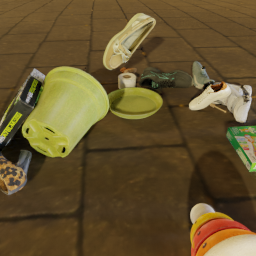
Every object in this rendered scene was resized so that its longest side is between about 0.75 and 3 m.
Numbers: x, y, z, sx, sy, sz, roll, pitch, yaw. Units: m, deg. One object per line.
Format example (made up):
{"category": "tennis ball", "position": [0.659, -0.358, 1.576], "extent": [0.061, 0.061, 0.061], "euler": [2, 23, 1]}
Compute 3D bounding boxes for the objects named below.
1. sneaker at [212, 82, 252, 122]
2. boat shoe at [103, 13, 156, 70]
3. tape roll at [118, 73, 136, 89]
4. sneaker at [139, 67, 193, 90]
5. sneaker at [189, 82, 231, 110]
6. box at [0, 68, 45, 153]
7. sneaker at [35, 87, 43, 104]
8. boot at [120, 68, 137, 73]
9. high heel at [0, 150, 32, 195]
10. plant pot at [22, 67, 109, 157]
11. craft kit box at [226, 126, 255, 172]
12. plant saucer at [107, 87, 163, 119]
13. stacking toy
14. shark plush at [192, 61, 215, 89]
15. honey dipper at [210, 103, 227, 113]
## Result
{"category": "sneaker", "position": [4.309, -1.145, 11.916], "extent": [1.612, 1.054, 2.804], "euler": [12, 31, 19]}
{"category": "boat shoe", "position": [0.037, -3.620, 11.933], "extent": [2.805, 1.023, 0.883], "euler": [-49, 47, 0]}
{"category": "tape roll", "position": [-0.051, -2.304, 13.969], "extent": [0.867, 0.596, 0.867], "euler": [0, 34, 0]}
{"category": "sneaker", "position": [1.826, -2.244, 13.766], "extent": [2.720, 1.026, 1.078], "euler": [13, 50, 28]}
{"category": "sneaker", "position": [3.336, -1.423, 11.867], "extent": [1.832, 0.775, 0.667], "euler": [-27, 42, 23]}
{"category": "box", "position": [-4.006, -0.640, 10.090], "extent": [0.607, 2.467, 2.555], "euler": [35, 25, -26]}
{"category": "sneaker", "position": [-3.738, -1.247, 12.342], "extent": [2.564, 0.950, 1.071], "euler": [18, 60, 21]}
{"category": "boot", "position": [0.020, -3.250, 15.651], "extent": [0.812, 0.299, 0.628], "euler": [-21, 35, -32]}
{"category": "high heel", "position": [-4.377, 1.237, 8.335], "extent": [2.718, 0.971, 1.938], "euler": [3, 27, -11]}
{"category": "plant pot", "position": [-2.287, -0.374, 9.766], "extent": [2.610, 2.610, 2.400], "euler": [10, 47, 14]}
{"category": "craft kit box", "position": [4.802, 0.646, 9.760], "extent": [2.028, 0.498, 2.053], "euler": [-1, 34, -6]}
{"category": "plant saucer", "position": [0.243, -1.062, 12.323], "extent": [2.531, 0.393, 2.531], "euler": [1, 34, 0]}
{"category": "stacking toy", "position": [1.998, 2.575, 6.276], "extent": [1.891, 1.891, 2.588], "euler": [-4, 15, -6]}
{"category": "shark plush", "position": [3.433, -2.454, 13.367], "extent": [1.219, 1.118, 2.684], "euler": [4, 22, 10]}
{"category": "honey dipper", "position": [3.957, -0.860, 12.266], "extent": [0.154, 0.154, 0.813], "euler": [-25, 46, -32]}
